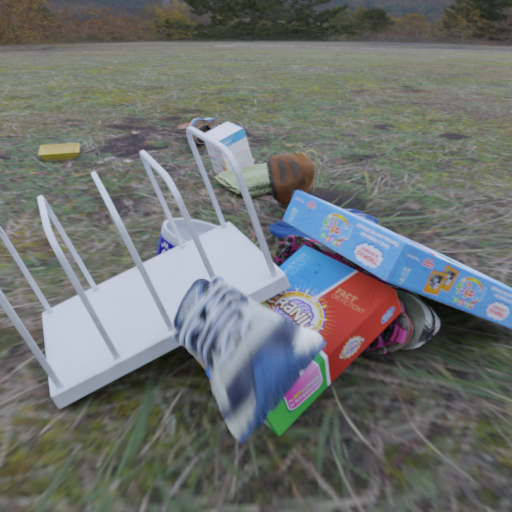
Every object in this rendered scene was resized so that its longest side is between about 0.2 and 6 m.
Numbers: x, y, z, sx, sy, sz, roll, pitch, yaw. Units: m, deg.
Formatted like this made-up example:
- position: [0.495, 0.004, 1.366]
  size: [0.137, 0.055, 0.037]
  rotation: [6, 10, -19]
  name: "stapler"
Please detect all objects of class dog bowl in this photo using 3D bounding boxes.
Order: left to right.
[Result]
- position: [-0.807, -0.107, 8.079]
  size: [1.205, 0.475, 1.205]
  rotation: [16, 18, -5]
  name: "dog bowl"

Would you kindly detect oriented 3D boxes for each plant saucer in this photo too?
- position: [-4.853, -2.554, 13.870]
  size: [0.951, 0.230, 0.951]
  rotation: [-8, 27, -14]
  name: "plant saucer"

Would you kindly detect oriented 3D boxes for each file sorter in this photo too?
- position: [-1.370, -0.057, 6.117]
  size: [2.638, 1.643, 1.831]
  rotation: [-27, 29, -11]
  name: "file sorter"

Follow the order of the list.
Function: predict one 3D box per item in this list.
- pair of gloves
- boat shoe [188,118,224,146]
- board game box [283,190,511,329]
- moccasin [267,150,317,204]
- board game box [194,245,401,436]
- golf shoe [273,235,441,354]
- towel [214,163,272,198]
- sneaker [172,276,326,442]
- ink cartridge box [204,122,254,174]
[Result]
- position: [1.158, -0.490, 9.517]
  size: [1.591, 0.225, 1.979]
  rotation: [10, 24, 23]
  name: "pair of gloves"
- position: [-1.257, -3.383, 15.096]
  size: [0.677, 0.676, 1.871]
  rotation: [9, 27, 15]
  name: "boat shoe"
- position: [1.846, 0.072, 6.651]
  size: [2.585, 0.473, 1.955]
  rotation: [18, 10, -33]
  name: "board game box"
- position: [0.708, -1.480, 10.214]
  size: [0.928, 0.879, 2.404]
  rotation: [-8, -4, 3]
  name: "moccasin"
- position: [0.388, 0.781, 5.896]
  size: [1.820, 0.367, 1.393]
  rotation: [-41, 41, -19]
  name: "board game box"
- position: [1.161, 0.458, 7.019]
  size: [1.097, 0.865, 2.383]
  rotation: [3, 24, -42]
  name: "golf shoe"
- position: [0.109, -1.642, 11.857]
  size: [1.748, 0.319, 1.297]
  rotation: [-15, 30, -28]
  name: "towel"
- position: [-0.230, 0.668, 4.331]
  size: [1.004, 0.908, 2.357]
  rotation: [41, -9, -2]
  name: "sneaker"
- position: [-0.587, -2.260, 12.378]
  size: [0.694, 1.109, 0.713]
  rotation: [-32, 37, -20]
  name: "ink cartridge box"
